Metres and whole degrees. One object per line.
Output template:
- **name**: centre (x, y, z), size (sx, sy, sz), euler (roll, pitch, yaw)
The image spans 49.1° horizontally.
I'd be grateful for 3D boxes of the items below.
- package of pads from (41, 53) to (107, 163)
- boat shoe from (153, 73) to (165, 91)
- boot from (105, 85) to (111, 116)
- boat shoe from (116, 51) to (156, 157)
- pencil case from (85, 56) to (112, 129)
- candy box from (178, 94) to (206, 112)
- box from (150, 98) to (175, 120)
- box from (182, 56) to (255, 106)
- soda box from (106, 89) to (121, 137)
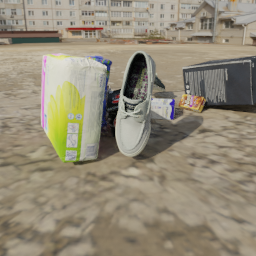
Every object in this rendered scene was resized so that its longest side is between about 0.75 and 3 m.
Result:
- **package of pads**: centre (-1.418, -0.675, 6.747), size (0.944, 2.138, 2.768), euler (-1, 17, -27)
- **boat shoe**: centre (0.989, -1.910, 10.998), size (0.916, 0.778, 2.517), euler (12, 6, 19)
- **boot**: centre (-0.578, -1.028, 9.683), size (0.719, 0.934, 1.954), euler (12, 23, 30)
- **boat shoe**: centre (0.103, -0.516, 5.875), size (0.783, 2.244, 0.799), euler (8, -2, 16)
- **pencil case**: centre (-0.932, -1.028, 8.020), size (0.818, 2.096, 0.910), euler (6, -7, -12)
- **candy box**: centre (2.234, -0.876, 9.840), size (0.848, 0.495, 0.240), euler (16, -15, 44)
- **box**: centre (1.075, -0.646, 9.283), size (0.937, 0.491, 0.862), euler (4, 21, 9)
- **box**: centre (3.716, -1.781, 10.374), size (2.423, 1.527, 2.464), euler (1, 16, 41)
- **soda box**: centre (-0.198, -0.541, 8.235), size (0.705, 0.788, 2.226), euler (-13, 20, 3)
